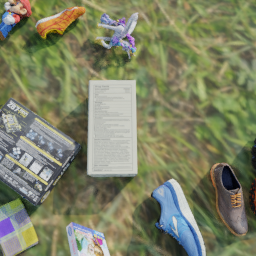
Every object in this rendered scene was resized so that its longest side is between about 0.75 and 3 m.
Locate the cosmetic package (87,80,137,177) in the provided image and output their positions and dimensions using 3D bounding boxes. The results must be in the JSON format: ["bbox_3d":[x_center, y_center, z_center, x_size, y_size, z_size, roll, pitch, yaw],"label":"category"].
[{"bbox_3d":[-0.432,0.036,8.048,1.379,0.974,2.665,0,76,0],"label":"cosmetic package"}]

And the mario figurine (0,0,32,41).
[{"bbox_3d":[-3.836,-3.666,8.974,0.997,0.856,1.616,35,81,7],"label":"mario figurine"}]

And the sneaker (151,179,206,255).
[{"bbox_3d":[1.319,2.658,7.564,1.060,0.934,2.377,-24,70,2],"label":"sneaker"}]

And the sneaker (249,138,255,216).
[{"bbox_3d":[4.183,1.137,7.865,1.117,1.073,2.848,9,86,-5],"label":"sneaker"}]

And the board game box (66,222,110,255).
[{"bbox_3d":[-0.663,2.132,4.907,0.169,0.823,0.821,-44,39,11],"label":"board game box"}]

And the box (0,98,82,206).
[{"bbox_3d":[-2.962,0.640,8.084,2.562,0.629,2.065,33,80,7],"label":"box"}]

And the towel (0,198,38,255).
[{"bbox_3d":[-3.204,2.801,7.821,1.022,0.162,1.424,-25,78,-5],"label":"towel"}]

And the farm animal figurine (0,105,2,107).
[{"bbox_3d":[-4.747,-1.207,8.067,2.431,1.281,2.458,46,46,-7],"label":"farm animal figurine"}]

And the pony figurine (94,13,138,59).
[{"bbox_3d":[-0.249,-3.029,8.816,1.426,1.187,1.376,20,110,1],"label":"pony figurine"}]

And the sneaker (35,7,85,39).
[{"bbox_3d":[-2.127,-3.435,9.139,1.708,0.623,0.659,-29,103,-5],"label":"sneaker"}]

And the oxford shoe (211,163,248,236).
[{"bbox_3d":[2.826,1.960,7.714,0.725,0.742,2.034,-16,77,-4],"label":"oxford shoe"}]
